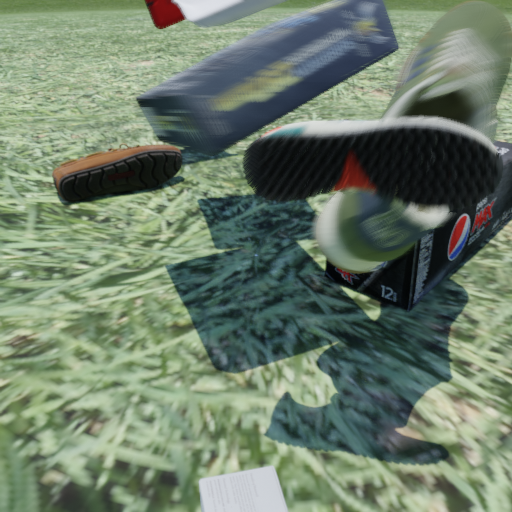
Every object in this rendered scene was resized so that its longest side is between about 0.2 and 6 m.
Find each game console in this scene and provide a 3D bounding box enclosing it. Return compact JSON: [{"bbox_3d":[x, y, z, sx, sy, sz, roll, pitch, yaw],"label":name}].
[{"bbox_3d":[-1.667,-5.581,11.320,1.662,1.432,0.986,-29,34,-14],"label":"game console"}]

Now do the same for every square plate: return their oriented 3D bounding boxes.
[{"bbox_3d":[-0.099,-3.940,8.277,2.161,0.310,2.181,-22,35,-2],"label":"square plate"}]

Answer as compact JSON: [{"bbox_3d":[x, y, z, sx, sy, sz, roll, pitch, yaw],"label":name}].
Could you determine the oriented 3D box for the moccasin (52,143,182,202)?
[{"bbox_3d":[-2.775,-1.769,11.360,2.601,0.951,1.004,-20,43,-16],"label":"moccasin"}]

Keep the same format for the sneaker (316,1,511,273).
[{"bbox_3d":[1.884,-1.379,5.436,1.152,1.542,3.435,34,76,-4],"label":"sneaker"}]

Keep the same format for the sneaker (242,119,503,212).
[{"bbox_3d":[0.863,-0.788,4.260,1.836,0.646,0.858,2,27,12],"label":"sneaker"}]

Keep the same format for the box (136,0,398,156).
[{"bbox_3d":[-0.087,-2.045,6.403,2.212,0.716,2.805,-33,23,-10],"label":"box"}]

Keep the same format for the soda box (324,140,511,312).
[{"bbox_3d":[2.883,-0.789,9.052,1.501,1.343,4.241,23,36,35],"label":"soda box"}]

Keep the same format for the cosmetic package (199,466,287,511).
[{"bbox_3d":[-0.106,2.157,4.590,0.642,0.537,0.534,-6,29,-12],"label":"cosmetic package"}]
